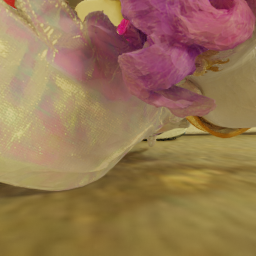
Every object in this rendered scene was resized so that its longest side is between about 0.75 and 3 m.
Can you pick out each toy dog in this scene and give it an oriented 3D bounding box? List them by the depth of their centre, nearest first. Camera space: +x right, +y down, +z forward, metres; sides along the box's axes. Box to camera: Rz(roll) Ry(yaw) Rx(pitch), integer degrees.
[{"bbox_3d":[-0.127,-1.212,4.381,1.709,1.230,1.763,-25,-13,-2],"label":"toy dog"}]

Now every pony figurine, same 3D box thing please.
[{"bbox_3d":[0.476,-0.534,1.772,2.949,2.456,2.847,-1,-30,37],"label":"pony figurine"}]

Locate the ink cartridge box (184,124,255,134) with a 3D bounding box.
[{"bbox_3d":[1.683,-0.557,6.092,2.975,1.254,2.172,0,4,-7],"label":"ink cartridge box"}]

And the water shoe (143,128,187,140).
[{"bbox_3d":[-0.354,-0.336,4.316,2.642,1.043,0.945,-1,3,-17],"label":"water shoe"}]

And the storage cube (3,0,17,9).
[{"bbox_3d":[-2.637,-1.374,4.797,2.485,2.613,2.907,-17,12,-29],"label":"storage cube"}]
